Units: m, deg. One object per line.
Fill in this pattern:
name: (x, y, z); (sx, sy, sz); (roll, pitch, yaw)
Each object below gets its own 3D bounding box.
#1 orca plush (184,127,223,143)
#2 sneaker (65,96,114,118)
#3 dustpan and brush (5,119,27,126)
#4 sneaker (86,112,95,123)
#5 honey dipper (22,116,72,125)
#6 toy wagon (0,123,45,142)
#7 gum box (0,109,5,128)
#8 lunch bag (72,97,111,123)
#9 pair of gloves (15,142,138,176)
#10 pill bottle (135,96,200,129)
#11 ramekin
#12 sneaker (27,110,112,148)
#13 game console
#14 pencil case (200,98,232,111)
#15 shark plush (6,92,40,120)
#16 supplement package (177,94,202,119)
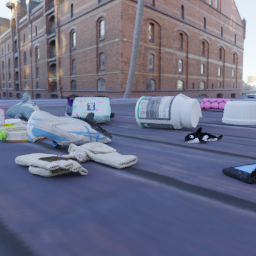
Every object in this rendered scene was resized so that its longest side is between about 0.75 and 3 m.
orca plush: (1.843, 0.161, 6.867); (0.983, 0.350, 0.517); (-1, 7, -4)
sneaker: (-1.731, -0.892, 12.213); (2.389, 1.046, 0.889); (2, 8, 21)
dustpan and brush: (-3.701, -0.117, 9.483); (1.111, 0.318, 0.775); (-8, 17, -12)
sneaker: (-1.070, -0.097, 8.030); (0.399, 0.334, 0.879); (13, 49, 2)
honey dipper: (-2.895, -0.226, 9.939); (1.839, 0.349, 0.349); (-2, 8, -7)
toy wagon: (-2.905, 0.091, 7.506); (1.314, 0.335, 1.694); (-6, 9, -42)
gum box: (-4.840, -0.187, 8.025); (2.171, 0.718, 1.232); (-6, 11, -39)
lunch bag: (-1.358, -0.640, 10.576); (1.410, 1.009, 1.655); (0, 15, -4)
pair of gloves: (-0.853, 0.476, 4.725); (1.674, 0.293, 1.423); (-5, 9, -39)
pill bottle: (1.286, -0.503, 9.173); (1.890, 1.069, 1.069); (5, 9, 31)
ramekin: (4.511, -0.611, 10.840); (1.620, 0.850, 1.620); (0, 8, 0)
sneaker: (-1.271, 0.118, 6.304); (1.990, 0.721, 0.715); (12, 16, -35)
game console: (1.967, 0.442, 3.991); (0.937, 0.545, 0.824); (-3, 8, -25)
pencil case: (5.467, -1.393, 17.135); (1.937, 0.879, 0.907); (11, -25, 48)
shark plush: (-4.104, -0.418, 11.323); (1.107, 1.208, 2.659); (-26, 40, -25)
supplement package: (2.057, -0.687, 10.147); (1.116, 0.652, 0.655); (18, -32, -39)
